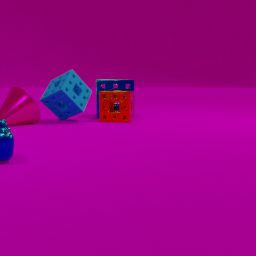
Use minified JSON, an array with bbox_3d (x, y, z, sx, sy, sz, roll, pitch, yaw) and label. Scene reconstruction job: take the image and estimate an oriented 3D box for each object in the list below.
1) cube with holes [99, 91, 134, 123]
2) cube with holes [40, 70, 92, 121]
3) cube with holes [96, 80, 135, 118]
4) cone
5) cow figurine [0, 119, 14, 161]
[{"bbox_3d":[-0.355,-0.735,9.295,0.974,0.974,0.974,1,9,8],"label":"cube with holes"},{"bbox_3d":[-1.964,-1.032,8.976,0.998,0.998,0.998,-18,39,31],"label":"cube with holes"},{"bbox_3d":[-0.472,-1.124,10.551,1.351,1.351,1.351,0,9,-2],"label":"cube with holes"},{"bbox_3d":[-3.450,-0.350,8.097,1.250,1.250,1.254,7,38,36],"label":"cone"},{"bbox_3d":[-2.367,0.227,4.163,1.225,0.672,1.205,11,14,-1],"label":"cow figurine"}]
